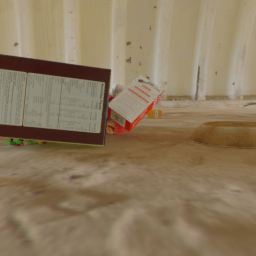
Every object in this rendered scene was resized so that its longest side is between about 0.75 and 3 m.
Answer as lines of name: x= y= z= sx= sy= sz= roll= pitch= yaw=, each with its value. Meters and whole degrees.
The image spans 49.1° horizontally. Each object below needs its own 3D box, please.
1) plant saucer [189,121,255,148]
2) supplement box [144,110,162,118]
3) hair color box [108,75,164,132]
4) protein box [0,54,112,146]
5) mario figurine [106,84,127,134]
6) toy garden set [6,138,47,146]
plant saucer: x=2.893 y=0.104 z=7.191 sx=2.601 sy=0.460 sz=2.601 roll=0 pitch=5 yaw=0
supplement box: x=1.342 y=-0.890 z=17.836 sx=1.595 sy=0.549 sz=0.531 roll=2 pitch=5 yaw=0
hair color box: x=0.202 y=-0.708 z=7.724 sx=0.857 sy=0.494 sz=1.546 roll=36 pitch=61 yaw=16
protein box: x=-1.807 y=-0.615 z=6.748 sx=2.452 sy=1.654 sz=2.434 roll=6 pitch=3 yaw=-11
mario figurine: x=-0.939 y=-0.613 z=8.583 sx=2.506 sy=1.547 sz=1.328 roll=17 pitch=25 yaw=27
toy garden set: x=-2.402 y=0.290 z=6.731 sx=0.843 sy=0.168 sz=0.702 roll=-4 pitch=6 yaw=-35
